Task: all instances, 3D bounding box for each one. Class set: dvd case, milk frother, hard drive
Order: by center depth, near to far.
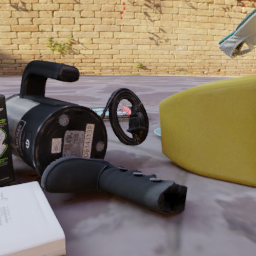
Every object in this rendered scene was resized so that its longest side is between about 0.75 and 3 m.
[{"bbox_3d":[-2.516,1.457,3.728,2.891,0.380,1.906,-7,15,-27],"label":"hard drive"},{"bbox_3d":[-1.341,-0.081,6.823,2.835,2.558,2.666,25,-6,-43],"label":"milk frother"},{"bbox_3d":[-0.748,-0.643,12.625,2.898,0.319,2.116,-1,14,-10],"label":"dvd case"}]

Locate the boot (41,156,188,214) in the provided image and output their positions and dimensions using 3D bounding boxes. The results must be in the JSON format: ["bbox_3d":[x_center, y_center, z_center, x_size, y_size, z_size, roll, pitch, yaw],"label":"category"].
[{"bbox_3d":[-0.225,1.021,4.798,2.025,0.665,1.669,15,12,39],"label":"boot"}]

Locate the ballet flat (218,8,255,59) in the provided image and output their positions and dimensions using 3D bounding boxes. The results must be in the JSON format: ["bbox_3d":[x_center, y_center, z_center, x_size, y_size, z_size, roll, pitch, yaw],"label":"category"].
[{"bbox_3d":[3.628,-2.795,8.453,0.963,0.963,2.774,-1,-3,-3],"label":"ballet flat"}]

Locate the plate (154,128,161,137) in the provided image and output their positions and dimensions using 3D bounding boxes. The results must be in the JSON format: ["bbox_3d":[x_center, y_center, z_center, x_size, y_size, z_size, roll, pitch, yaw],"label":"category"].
[{"bbox_3d":[1.651,0.210,9.326,1.552,0.198,1.552,1,13,0],"label":"plate"}]

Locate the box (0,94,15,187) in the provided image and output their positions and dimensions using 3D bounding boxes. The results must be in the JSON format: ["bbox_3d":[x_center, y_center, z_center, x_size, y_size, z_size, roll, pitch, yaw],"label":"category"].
[{"bbox_3d":[-3.199,0.236,5.661,1.371,1.846,1.147,13,19,43],"label":"box"}]

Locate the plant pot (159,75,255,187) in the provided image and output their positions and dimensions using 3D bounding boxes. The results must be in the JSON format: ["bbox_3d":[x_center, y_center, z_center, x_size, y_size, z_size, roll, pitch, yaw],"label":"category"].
[{"bbox_3d":[1.984,-0.081,6.725,2.230,2.166,2.180,0,12,27],"label":"plant pot"}]
